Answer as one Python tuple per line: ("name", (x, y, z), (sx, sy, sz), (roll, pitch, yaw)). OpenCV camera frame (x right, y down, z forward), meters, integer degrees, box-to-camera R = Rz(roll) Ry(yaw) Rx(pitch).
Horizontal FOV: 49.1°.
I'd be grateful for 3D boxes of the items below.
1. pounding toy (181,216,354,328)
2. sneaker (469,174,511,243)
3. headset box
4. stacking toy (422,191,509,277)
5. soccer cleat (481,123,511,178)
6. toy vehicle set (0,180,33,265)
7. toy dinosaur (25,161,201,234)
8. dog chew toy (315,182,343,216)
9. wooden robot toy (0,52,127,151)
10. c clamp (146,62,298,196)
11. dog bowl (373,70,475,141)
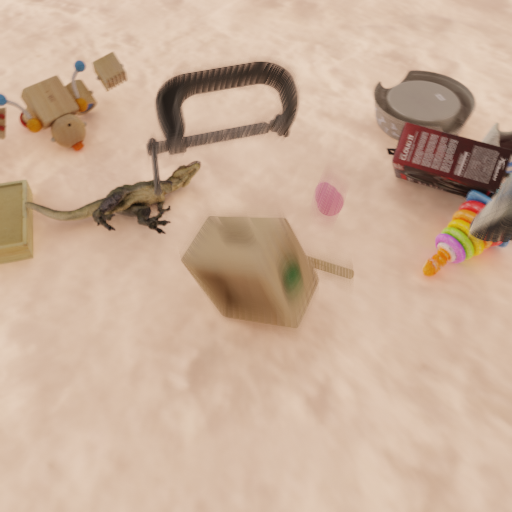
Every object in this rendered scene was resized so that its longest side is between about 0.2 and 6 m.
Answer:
("pounding toy", (0.221, 0.174, 8.193), (1.767, 1.626, 1.256), (4, 52, 35))
("sneaker", (3.857, -0.845, 8.167), (0.679, 1.749, 0.755), (24, 49, -21))
("headset box", (3.351, -1.661, 10.043), (2.031, 1.511, 0.784), (19, 92, 16))
("stacking toy", (3.395, -0.211, 9.406), (1.689, 0.980, 0.927), (-38, 55, -12))
("soccer cleat", (5.527, -1.932, 10.632), (2.489, 1.074, 0.869), (8, 49, 6))
("toy vehicle set", (-5.367, -0.431, 9.781), (2.772, 0.367, 1.722), (-11, 50, -9))
("toy dinosaur", (-2.348, -0.897, 9.923), (3.202, 0.760, 1.411), (-16, 35, -17))
("dog chew toy", (0.986, -0.807, 7.740), (0.371, 0.596, 0.371), (-10, 62, 19))
("wooden robot toy", (-3.969, -2.849, 11.650), (3.312, 1.459, 1.503), (-36, 93, -28))
("c clamp", (-0.469, -1.928, 8.015), (2.407, 0.326, 2.056), (-16, 61, -6))
("dog bowl", (3.533, -3.149, 11.997), (2.123, 0.623, 2.123), (0, 49, 0))
